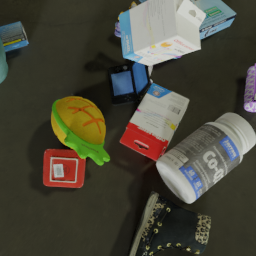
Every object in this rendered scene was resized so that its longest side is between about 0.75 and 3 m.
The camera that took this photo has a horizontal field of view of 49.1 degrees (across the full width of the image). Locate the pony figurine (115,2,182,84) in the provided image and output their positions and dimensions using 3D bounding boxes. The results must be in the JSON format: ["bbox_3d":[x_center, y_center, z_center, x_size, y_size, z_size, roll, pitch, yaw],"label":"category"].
[{"bbox_3d":[0.789,-2.876,9.142,2.487,2.071,2.401,33,40,-5],"label":"pony figurine"}]

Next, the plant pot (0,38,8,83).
[{"bbox_3d":[-4.833,-2.283,8.821,2.079,1.953,2.079,0,67,-1],"label":"plant pot"}]

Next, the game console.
[{"bbox_3d":[-0.007,-1.651,9.036,1.349,0.893,1.534,-10,65,4],"label":"game console"}]

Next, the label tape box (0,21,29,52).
[{"bbox_3d":[-4.097,-3.176,10.069,0.867,0.380,1.202,-20,68,-8],"label":"label tape box"}]

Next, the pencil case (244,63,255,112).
[{"bbox_3d":[4.128,-1.270,9.075,0.661,0.673,1.574,-2,60,31],"label":"pencil case"}]

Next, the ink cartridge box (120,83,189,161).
[{"bbox_3d":[0.802,-0.107,8.524,1.298,0.752,2.235,27,69,11],"label":"ink cartridge box"}]

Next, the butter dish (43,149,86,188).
[{"bbox_3d":[-1.795,1.038,8.037,1.135,0.841,1.138,4,107,-8],"label":"butter dish"}]

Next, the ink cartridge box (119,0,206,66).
[{"bbox_3d":[0.910,-2.514,7.171,1.905,1.225,1.193,-9,83,40],"label":"ink cartridge box"}]

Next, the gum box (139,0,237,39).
[{"bbox_3d":[2.104,-4.475,10.249,2.411,0.632,2.838,-30,70,-25],"label":"gum box"}]

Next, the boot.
[{"bbox_3d":[1.001,3.008,7.128,1.802,0.861,2.386,20,69,5],"label":"boot"}]

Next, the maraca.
[{"bbox_3d":[-1.316,0.041,7.880,1.377,1.765,2.574,-50,41,19],"label":"maraca"}]

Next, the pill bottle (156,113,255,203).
[{"bbox_3d":[2.186,0.753,7.765,2.552,1.452,1.452,-35,71,-14],"label":"pill bottle"}]
